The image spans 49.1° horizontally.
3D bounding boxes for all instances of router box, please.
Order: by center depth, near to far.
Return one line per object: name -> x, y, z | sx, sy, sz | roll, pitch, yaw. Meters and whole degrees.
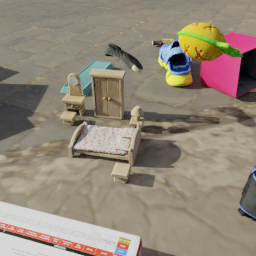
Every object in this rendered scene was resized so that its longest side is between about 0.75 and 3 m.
router box -> -1.567, 2.346, 3.567 | 2.965, 0.724, 2.661 | 10, 36, 14

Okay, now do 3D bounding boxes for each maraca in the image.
maraca -> 1.483, -1.535, 5.138 | 1.240, 0.664, 0.850 | 29, 16, 28

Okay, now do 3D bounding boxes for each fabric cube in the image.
fabric cube -> 3.456, -2.105, 9.130 | 1.517, 1.488, 1.512 | -26, 38, -24

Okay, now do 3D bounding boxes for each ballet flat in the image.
ballet flat -> -0.107, -1.794, 7.357 | 0.463, 0.396, 1.394 | 2, 34, -50

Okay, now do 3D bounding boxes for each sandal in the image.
sandal -> 1.801, -2.656, 10.341 | 1.146, 1.255, 2.883 | -5, 33, -3

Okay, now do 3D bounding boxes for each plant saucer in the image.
plant saucer -> -1.389, -1.859, 10.069 | 0.906, 0.246, 2.593 | 11, 37, 16

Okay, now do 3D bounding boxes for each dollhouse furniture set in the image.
dollhouse furniture set -> -0.885, -0.256, 6.766 | 2.381, 1.363, 2.792 | 6, 35, 9

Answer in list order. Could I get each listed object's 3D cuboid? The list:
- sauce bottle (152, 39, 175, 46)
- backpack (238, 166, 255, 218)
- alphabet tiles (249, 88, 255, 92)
sauce bottle -> 1.653, -3.951, 12.974 | 1.055, 0.348, 0.348 | -3, 35, -5
backpack -> 3.307, 0.974, 4.968 | 1.930, 1.422, 2.114 | 27, 42, 34
alphabet tiles -> 3.975, -1.762, 10.005 | 1.742, 0.130, 1.781 | 2, 35, 3
